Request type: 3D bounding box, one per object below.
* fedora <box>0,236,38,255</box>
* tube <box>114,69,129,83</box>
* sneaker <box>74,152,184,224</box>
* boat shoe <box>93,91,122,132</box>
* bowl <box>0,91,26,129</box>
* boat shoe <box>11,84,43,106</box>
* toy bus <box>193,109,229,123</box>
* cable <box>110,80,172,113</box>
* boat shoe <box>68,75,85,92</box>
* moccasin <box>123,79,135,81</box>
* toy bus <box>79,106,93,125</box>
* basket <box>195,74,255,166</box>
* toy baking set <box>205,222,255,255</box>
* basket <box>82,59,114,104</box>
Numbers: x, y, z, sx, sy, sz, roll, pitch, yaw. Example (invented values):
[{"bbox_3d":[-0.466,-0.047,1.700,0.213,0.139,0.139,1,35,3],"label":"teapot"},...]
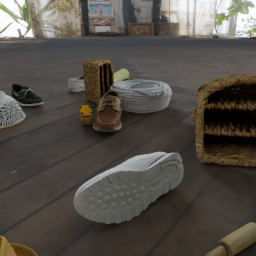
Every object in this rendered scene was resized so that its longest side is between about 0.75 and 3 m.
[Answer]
[{"bbox_3d":[-1.994,2.024,3.762,1.689,0.689,1.689,0,22,0],"label":"fedora"},{"bbox_3d":[-0.661,-2.673,15.253,0.677,0.756,2.607,32,31,6],"label":"tube"},{"bbox_3d":[-0.022,1.140,5.837,2.617,1.000,1.053,-13,13,-38],"label":"sneaker"},{"bbox_3d":[-0.710,-0.653,9.890,1.024,0.971,2.705,-1,22,-2],"label":"boat shoe"},{"bbox_3d":[-4.892,-0.756,10.139,2.114,0.992,2.114,-1,23,0],"label":"bowl"},{"bbox_3d":[-4.424,-1.412,12.119,2.144,0.725,0.770,21,29,39],"label":"boat shoe"},{"bbox_3d":[3.058,-0.521,9.905,1.834,0.718,0.597,-20,30,-40],"label":"toy bus"},{"bbox_3d":[0.546,-1.441,11.935,2.618,0.907,2.619,8,23,23],"label":"cable"},{"bbox_3d":[-2.156,-2.442,14.547,0.842,0.748,2.288,14,26,30],"label":"boat shoe"},{"bbox_3d":[0.091,-2.564,15.486,0.857,0.314,0.331,-1,12,-29],"label":"moccasin"},{"bbox_3d":[-1.526,-0.485,10.122,0.406,0.489,1.249,-3,23,-12],"label":"toy bus"},{"bbox_3d":[3.343,-0.307,7.608,2.902,2.071,2.162,4,22,11],"label":"basket"},{"bbox_3d":[2.132,2.147,3.968,2.511,0.292,1.927,-12,25,-26],"label":"toy baking set"},{"bbox_3d":[-1.074,-2.016,12.129,1.292,1.811,1.349,-16,25,-32],"label":"basket"}]
